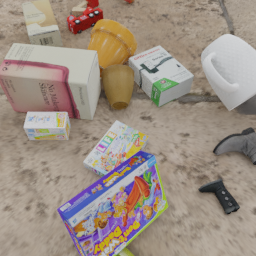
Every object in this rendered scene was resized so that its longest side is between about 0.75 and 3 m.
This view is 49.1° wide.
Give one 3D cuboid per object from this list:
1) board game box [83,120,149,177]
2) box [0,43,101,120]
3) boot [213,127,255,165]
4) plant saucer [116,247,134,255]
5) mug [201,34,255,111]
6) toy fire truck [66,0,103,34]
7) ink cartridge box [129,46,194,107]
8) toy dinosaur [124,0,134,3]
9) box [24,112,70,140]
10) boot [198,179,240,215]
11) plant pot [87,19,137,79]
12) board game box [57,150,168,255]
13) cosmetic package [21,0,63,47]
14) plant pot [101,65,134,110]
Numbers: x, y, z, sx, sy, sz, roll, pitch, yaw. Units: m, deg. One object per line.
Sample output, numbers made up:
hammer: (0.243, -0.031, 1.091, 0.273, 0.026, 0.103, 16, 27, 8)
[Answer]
board game box: (-0.310, 0.668, 8.015, 1.145, 0.291, 1.703, 26, 58, 18)
box: (-2.290, -1.404, 8.650, 2.646, 1.692, 1.442, 7, 55, 5)
boot: (3.277, 0.634, 7.910, 1.539, 0.537, 1.013, -23, 59, -13)
plant saucer: (-0.215, 3.711, 5.532, 2.286, 0.547, 2.283, 36, 56, 29)
mug: (3.026, -1.699, 8.336, 2.221, 1.640, 1.947, -23, 76, -44)
toy fire truck: (-1.849, -4.887, 11.884, 2.124, 0.518, 1.498, -35, 61, -22)
ink cartridge box: (1.054, -1.801, 9.483, 1.390, 0.788, 1.896, -28, 58, -20)
toy dinosaur: (-0.336, -6.557, 13.145, 2.277, 1.195, 2.066, -14, 61, 40)
box: (-2.359, -0.054, 8.307, 1.186, 0.667, 0.601, 0, 54, 0)
boot: (2.339, 1.819, 7.222, 0.733, 0.292, 0.890, -19, 61, -11)
plant pot: (-0.738, -2.577, 9.681, 1.659, 1.659, 1.519, 23, 73, 16)
board game box: (-0.197, 1.777, 6.232, 2.333, 1.569, 0.522, -33, 29, -30)
cosmetic package: (-3.442, -4.123, 11.155, 1.189, 0.803, 2.259, -17, 56, -12)
plant pot: (-0.292, -1.223, 9.017, 1.104, 1.104, 1.185, -4, 67, -3)
